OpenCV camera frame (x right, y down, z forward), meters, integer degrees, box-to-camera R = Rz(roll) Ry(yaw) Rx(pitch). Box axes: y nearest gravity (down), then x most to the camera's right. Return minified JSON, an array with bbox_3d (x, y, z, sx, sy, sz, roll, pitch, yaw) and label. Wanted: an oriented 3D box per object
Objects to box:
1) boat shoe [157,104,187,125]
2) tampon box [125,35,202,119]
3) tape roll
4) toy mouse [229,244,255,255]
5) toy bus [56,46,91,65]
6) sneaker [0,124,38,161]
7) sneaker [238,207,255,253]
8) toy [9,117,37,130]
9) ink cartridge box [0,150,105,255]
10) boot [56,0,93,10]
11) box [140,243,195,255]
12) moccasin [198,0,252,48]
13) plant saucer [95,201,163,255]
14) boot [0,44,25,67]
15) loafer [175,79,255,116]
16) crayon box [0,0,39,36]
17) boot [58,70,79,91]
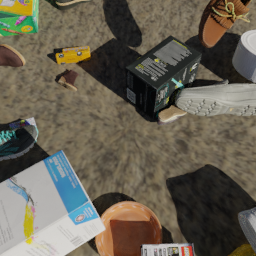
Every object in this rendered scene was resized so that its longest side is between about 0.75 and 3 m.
[{"bbox_3d":[1.364,-0.410,8.733,1.240,0.402,0.446,-25,66,-36],"label":"boat shoe"},{"bbox_3d":[1.081,-1.601,8.846,2.033,1.524,1.283,-39,64,-23],"label":"tampon box"},{"bbox_3d":[4.918,-2.361,9.433,2.542,0.889,2.542,3,43,-3],"label":"tape roll"},{"bbox_3d":[3.322,3.598,5.964,2.755,0.533,2.448,-22,59,-14],"label":"toy mouse"},{"bbox_3d":[-1.998,-2.666,10.243,1.221,0.397,0.478,-8,57,-5],"label":"toy bus"},{"bbox_3d":[-3.595,0.430,7.811,2.186,0.997,0.848,-29,61,-19],"label":"sneaker"},{"bbox_3d":[3.790,2.823,5.642,1.724,1.099,2.983,-19,61,-6],"label":"sneaker"},{"bbox_3d":[-3.270,-0.099,8.661,0.757,0.179,0.436,-20,59,-13],"label":"toy"},{"bbox_3d":[-1.947,1.953,6.252,2.198,1.618,1.590,-29,53,-13],"label":"ink cartridge box"},{"bbox_3d":[-2.092,-6.217,11.877,0.918,1.640,2.371,38,64,22],"label":"boot"},{"bbox_3d":[0.907,3.585,5.866,1.179,0.372,2.142,1,63,-6],"label":"box"},{"bbox_3d":[3.002,-3.485,7.918,2.684,0.982,1.036,-50,32,10],"label":"moccasin"},{"bbox_3d":[0.018,2.596,6.778,1.608,0.301,1.608,0,56,0],"label":"plant saucer"},{"bbox_3d":[-4.944,-2.081,9.568,2.335,0.845,1.942,19,58,12],"label":"boot"},{"bbox_3d":[2.873,-0.980,8.756,2.927,1.023,1.021,3,61,-10],"label":"loafer"},{"bbox_3d":[-4.659,-5.065,11.571,1.719,0.843,2.894,-8,57,-5],"label":"crayon box"},{"bbox_3d":[-1.907,-1.659,9.625,0.844,0.305,0.702,29,62,22],"label":"boot"}]
